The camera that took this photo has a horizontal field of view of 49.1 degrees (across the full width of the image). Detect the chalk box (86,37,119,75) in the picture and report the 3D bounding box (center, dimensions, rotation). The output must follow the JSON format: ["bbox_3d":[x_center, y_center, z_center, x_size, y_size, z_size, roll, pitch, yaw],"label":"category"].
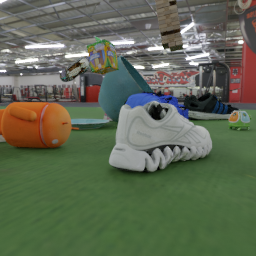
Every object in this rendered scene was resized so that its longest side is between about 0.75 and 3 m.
[{"bbox_3d":[-0.652,-1.897,7.175,0.559,0.904,0.562,-11,-1,26],"label":"chalk box"}]

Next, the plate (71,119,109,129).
[{"bbox_3d":[-1.504,-0.128,9.061,1.812,0.232,1.812,0,5,0],"label":"plate"}]

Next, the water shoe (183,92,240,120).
[{"bbox_3d":[3.792,-0.975,12.279,2.986,1.178,1.067,-3,7,-25],"label":"water shoe"}]

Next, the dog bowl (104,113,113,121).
[{"bbox_3d":[-0.606,-0.472,11.695,0.871,0.321,0.871,1,7,0],"label":"dog bowl"}]

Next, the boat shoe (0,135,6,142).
[{"bbox_3d":[-3.424,-0.063,6.304,1.973,0.703,0.688,0,6,1],"label":"boat shoe"}]

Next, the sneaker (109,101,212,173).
[{"bbox_3d":[0.667,0.051,4.406,0.869,0.938,2.313,3,6,39],"label":"sneaker"}]

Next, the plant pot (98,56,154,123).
[{"bbox_3d":[-0.108,-1.174,10.469,1.692,2.513,2.513,-38,-4,15],"label":"plant pot"}]

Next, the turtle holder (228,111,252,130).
[{"bbox_3d":[3.470,-0.240,8.541,0.790,0.561,0.601,0,6,-1],"label":"turtle holder"}]

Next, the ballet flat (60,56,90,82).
[{"bbox_3d":[-1.615,-1.964,9.243,0.508,0.508,1.412,7,42,46],"label":"ballet flat"}]

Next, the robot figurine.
[{"bbox_3d":[-1.794,-0.058,5.459,1.547,1.113,0.902,1,35,8],"label":"robot figurine"}]

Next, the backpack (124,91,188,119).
[{"bbox_3d":[0.546,-0.207,5.777,1.161,1.124,1.383,7,8,31],"label":"backpack"}]

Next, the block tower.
[{"bbox_3d":[1.098,-3.258,7.779,0.580,2.147,0.621,-9,-1,12],"label":"block tower"}]
